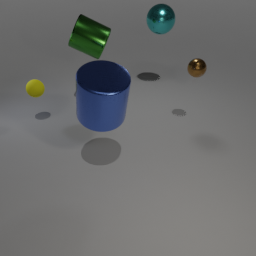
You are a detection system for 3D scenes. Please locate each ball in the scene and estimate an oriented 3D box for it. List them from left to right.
[{"bbox_3d":[-3.611,-1.539,10.915,0.700,0.700,0.700,0,30,0],"label":"ball"},{"bbox_3d":[1.587,-5.250,13.531,1.400,1.400,1.400,0,30,0],"label":"ball"},{"bbox_3d":[2.555,-2.224,10.376,0.700,0.700,0.700,0,30,0],"label":"ball"}]

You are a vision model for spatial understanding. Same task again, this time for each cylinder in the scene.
[{"bbox_3d":[-1.610,-3.813,11.775,1.400,1.400,1.400,22,27,-14],"label":"cylinder"},{"bbox_3d":[-0.691,-0.852,7.545,1.400,1.400,1.400,5,48,-5],"label":"cylinder"}]
